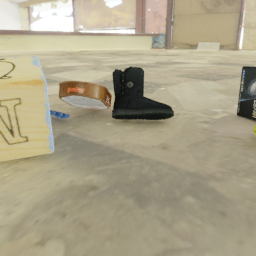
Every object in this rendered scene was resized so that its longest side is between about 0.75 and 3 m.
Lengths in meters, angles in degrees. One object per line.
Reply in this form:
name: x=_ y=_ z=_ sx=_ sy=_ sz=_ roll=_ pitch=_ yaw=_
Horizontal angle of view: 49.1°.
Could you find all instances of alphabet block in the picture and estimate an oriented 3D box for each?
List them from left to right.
alphabet block: x=-2.821 y=-0.454 z=6.362 sx=1.888 sy=1.854 sz=1.844 roll=-10 pitch=32 yaw=-19

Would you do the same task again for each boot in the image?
boot: x=0.466 y=-1.168 z=9.172 sx=2.070 sy=1.739 sz=0.790 roll=0 pitch=-15 yaw=7

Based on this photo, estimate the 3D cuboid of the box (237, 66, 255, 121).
box: x=4.251 y=-1.095 z=9.060 sx=0.372 sy=1.711 sz=1.370 roll=-7 pitch=19 yaw=-24

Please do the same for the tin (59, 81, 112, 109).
tin: x=-1.387 y=-1.033 z=9.373 sx=1.507 sy=0.564 sz=2.692 roll=8 pitch=-3 yaw=6

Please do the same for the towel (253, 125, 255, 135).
towel: x=4.722 y=0.242 z=6.966 sx=2.900 sy=0.262 sz=1.248 roll=8 pitch=5 yaw=19

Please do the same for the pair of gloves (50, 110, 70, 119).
pair of gloves: x=-2.850 y=-0.565 z=8.931 sx=1.554 sy=0.220 sz=1.933 roll=14 pitch=0 yaw=33
